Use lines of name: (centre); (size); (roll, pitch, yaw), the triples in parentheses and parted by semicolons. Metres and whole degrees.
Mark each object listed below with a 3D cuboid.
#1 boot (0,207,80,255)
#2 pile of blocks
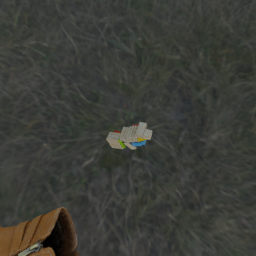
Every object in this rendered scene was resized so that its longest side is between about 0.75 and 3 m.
boot: (-1.985, 1.932, 4.764); (2.200, 1.087, 2.834); (-40, 41, 10)
pile of blocks: (0.076, 0.124, 4.849); (0.418, 1.017, 0.316); (40, 55, -33)
